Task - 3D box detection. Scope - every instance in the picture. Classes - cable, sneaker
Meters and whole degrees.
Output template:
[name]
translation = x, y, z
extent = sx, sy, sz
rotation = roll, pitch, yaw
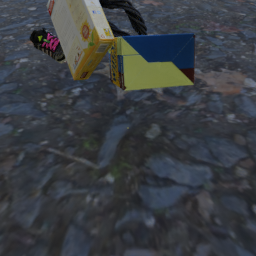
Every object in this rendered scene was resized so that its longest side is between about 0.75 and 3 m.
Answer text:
[cable]
translation = -0.213, -3.669, 9.576
extent = 2.290, 1.868, 0.582
rotation = 30, 66, -2
[sneaker]
translation = -2.657, -2.855, 9.504
extent = 2.231, 0.823, 0.976
rotation = 30, 3, 43

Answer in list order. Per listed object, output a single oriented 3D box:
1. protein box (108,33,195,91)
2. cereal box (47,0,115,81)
[protein box]
translation = 0.526, -1.773, 7.293
extent = 1.803, 1.225, 1.816
rotation = -7, 17, -12
[cereal box]
translation = -1.312, -2.751, 7.206
extent = 0.494, 1.798, 2.500
rotation = -13, 76, -34
